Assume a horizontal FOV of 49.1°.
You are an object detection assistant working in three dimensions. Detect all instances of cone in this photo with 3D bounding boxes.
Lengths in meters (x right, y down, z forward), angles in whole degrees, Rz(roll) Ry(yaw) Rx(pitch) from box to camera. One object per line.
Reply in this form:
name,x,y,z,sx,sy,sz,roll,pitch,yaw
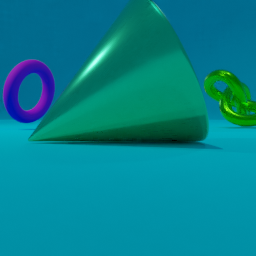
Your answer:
cone,-0.306,-0.233,2.894,1.613,1.607,1.607,-27,3,-1

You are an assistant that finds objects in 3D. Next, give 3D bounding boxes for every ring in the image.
ring,-2.322,-0.859,6.718,0.308,1.540,1.540,17,8,22

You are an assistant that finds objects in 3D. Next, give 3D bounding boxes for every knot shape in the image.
knot shape,3.201,-0.751,8.130,0.959,2.076,1.943,-46,-30,23
